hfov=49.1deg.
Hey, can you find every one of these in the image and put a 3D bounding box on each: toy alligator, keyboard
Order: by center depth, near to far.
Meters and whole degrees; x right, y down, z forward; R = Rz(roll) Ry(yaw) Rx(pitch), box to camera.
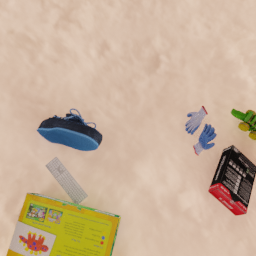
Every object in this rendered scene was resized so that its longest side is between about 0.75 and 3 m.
[{"bbox_3d":[3.884,0.067,8.048,2.061,0.559,0.611,39,72,-2],"label":"toy alligator"},{"bbox_3d":[-1.797,1.536,8.169,0.425,0.081,1.510,-41,81,-4],"label":"keyboard"}]

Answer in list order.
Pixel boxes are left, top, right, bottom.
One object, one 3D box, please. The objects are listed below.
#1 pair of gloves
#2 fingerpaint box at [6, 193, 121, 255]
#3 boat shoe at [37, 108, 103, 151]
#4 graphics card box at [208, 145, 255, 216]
[{"bbox_3d":[1.923,0.046,7.578,0.148,1.047,1.303,-1,55,-24],"label":"pair of gloves"},{"bbox_3d":[-1.657,3.051,7.331,2.533,0.929,2.113,12,76,6],"label":"fingerpaint box"},{"bbox_3d":[-1.597,-0.074,7.564,2.602,1.095,0.893,12,57,40],"label":"boat shoe"},{"bbox_3d":[2.880,1.381,7.603,1.045,0.424,1.667,40,52,-6],"label":"graphics card box"}]
